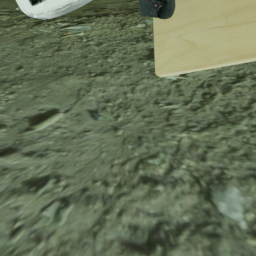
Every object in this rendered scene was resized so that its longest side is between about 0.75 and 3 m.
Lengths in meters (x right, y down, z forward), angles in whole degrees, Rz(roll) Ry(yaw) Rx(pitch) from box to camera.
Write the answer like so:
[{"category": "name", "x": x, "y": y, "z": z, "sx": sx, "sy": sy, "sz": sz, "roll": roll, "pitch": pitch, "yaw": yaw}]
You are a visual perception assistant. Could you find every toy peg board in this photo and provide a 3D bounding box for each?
[{"category": "toy peg board", "x": 1.900, "y": -2.472, "z": 6.385, "sx": 2.414, "sy": 2.404, "sz": 1.181, "roll": -3, "pitch": -2, "yaw": 37}]

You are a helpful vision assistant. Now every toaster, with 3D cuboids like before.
[{"category": "toaster", "x": -1.795, "y": -3.608, "z": 6.811, "sx": 2.686, "sy": 1.526, "sz": 1.735, "roll": -22, "pitch": 22, "yaw": 4}]

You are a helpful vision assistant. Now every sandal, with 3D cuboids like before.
[{"category": "sandal", "x": 0.381, "y": -1.834, "z": 4.271, "sx": 0.255, "sy": 0.401, "sz": 1.066, "roll": -23, "pitch": 24, "yaw": -15}]
